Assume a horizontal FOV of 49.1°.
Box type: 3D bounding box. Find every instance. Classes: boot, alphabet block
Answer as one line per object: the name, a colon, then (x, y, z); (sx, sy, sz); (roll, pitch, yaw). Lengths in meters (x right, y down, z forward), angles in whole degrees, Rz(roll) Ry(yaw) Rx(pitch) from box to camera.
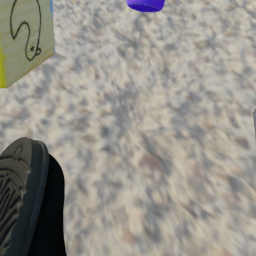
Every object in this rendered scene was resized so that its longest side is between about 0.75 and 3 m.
boot: (-0.734, 1.694, 3.313); (1.088, 2.162, 2.892); (0, 77, 43)
alphabet block: (-2.200, -1.715, 4.391); (1.529, 1.521, 1.557); (13, 37, 9)

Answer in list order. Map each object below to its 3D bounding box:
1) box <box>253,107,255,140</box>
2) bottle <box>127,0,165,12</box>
box: (2.716, 0.444, 3.312); (1.926, 1.101, 2.115); (13, 54, 1)
bottle: (0.521, -3.418, 5.593); (0.843, 0.659, 2.019); (26, 108, 47)
